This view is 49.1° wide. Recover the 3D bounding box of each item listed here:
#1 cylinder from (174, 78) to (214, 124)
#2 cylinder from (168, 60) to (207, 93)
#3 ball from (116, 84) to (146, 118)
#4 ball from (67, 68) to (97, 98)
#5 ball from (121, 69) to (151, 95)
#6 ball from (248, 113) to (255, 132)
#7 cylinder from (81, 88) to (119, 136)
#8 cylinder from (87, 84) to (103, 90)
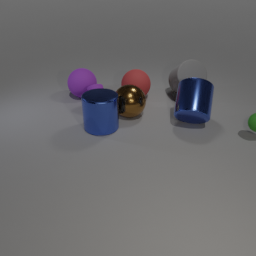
[{"bbox_3d":[2.598,-1.048,11.045,1.400,1.400,1.400,8,73,13],"label":"cylinder"},{"bbox_3d":[2.751,-2.340,13.062,1.400,1.400,1.400,-5,1,-8],"label":"cylinder"},{"bbox_3d":[0.059,-1.123,11.737,1.400,1.400,1.400,0,30,0],"label":"ball"},{"bbox_3d":[-2.195,-2.162,13.460,1.400,1.400,1.400,0,30,0],"label":"ball"},{"bbox_3d":[0.378,-2.088,13.338,1.400,1.400,1.400,0,30,0],"label":"ball"},{"bbox_3d":[4.631,-0.198,9.941,0.700,0.700,0.700,0,30,0],"label":"ball"},{"bbox_3d":[-1.056,-0.638,10.851,1.400,1.400,1.400,0,30,0],"label":"cylinder"},{"bbox_3d":[-1.377,-1.486,12.259,0.700,0.700,0.700,-13,-7,-2],"label":"cylinder"}]
